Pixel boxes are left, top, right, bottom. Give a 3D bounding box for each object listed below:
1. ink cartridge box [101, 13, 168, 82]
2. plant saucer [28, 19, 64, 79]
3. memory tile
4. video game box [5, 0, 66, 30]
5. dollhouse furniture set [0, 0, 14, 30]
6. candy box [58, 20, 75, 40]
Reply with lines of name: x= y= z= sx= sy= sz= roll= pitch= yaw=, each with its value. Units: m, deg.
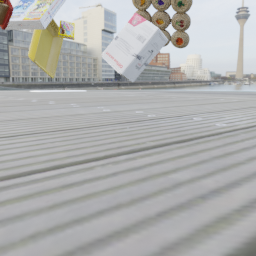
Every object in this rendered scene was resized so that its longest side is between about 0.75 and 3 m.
ink cartridge box: x=0.132 y=-1.885 z=6.600 sx=0.955 sy=1.303 sz=0.540 roll=49 pitch=13 yaw=34
plant saucer: x=-2.947 y=-2.917 z=9.974 sx=0.446 sy=1.840 sz=1.840 roll=11 pitch=-7 yaw=7
memory tile: x=1.014 y=-3.565 z=8.564 sx=1.898 sy=2.476 sz=0.208 roll=12 pitch=52 yaw=17
video game box: x=-2.261 y=-2.787 z=6.652 sx=1.241 sy=1.131 sz=0.291 roll=7 pitch=-31 yaw=22
dollhouse furniture set: x=-2.086 y=-2.371 z=4.295 sx=0.814 sy=1.512 sz=0.615 roll=3 pitch=44 yaw=-50
candy box: x=-1.563 y=-2.504 z=7.149 sx=0.394 sy=0.102 sz=0.771 roll=9 pitch=44 yaw=-18
